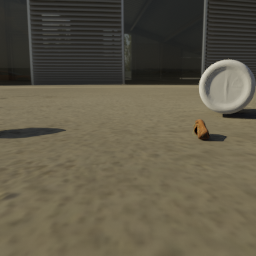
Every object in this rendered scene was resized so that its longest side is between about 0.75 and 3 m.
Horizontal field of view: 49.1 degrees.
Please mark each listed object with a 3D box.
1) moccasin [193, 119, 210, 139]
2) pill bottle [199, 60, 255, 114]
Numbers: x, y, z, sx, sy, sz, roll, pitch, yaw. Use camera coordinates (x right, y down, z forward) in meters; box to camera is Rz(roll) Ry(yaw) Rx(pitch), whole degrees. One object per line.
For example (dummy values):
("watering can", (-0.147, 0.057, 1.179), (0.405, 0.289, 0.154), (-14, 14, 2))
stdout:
("moccasin", (1.525, 0.037, 5.993), (0.302, 0.286, 0.782), (-16, 27, 10))
("pill bottle", (3.566, -1.413, 9.904), (1.691, 1.691, 2.923), (4, 8, 23))
